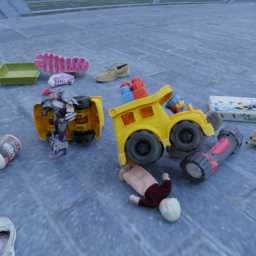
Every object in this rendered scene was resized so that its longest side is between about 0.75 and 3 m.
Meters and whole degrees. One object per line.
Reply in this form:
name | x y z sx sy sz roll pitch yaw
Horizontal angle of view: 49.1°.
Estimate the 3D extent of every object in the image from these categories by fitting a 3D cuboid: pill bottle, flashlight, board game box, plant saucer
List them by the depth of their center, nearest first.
pill bottle | -4.103 0.850 8.993 0.739 0.739 1.298 9 34 13
flashlight | 2.771 0.720 9.005 0.947 0.943 2.786 27 43 32
board game box | 4.750 -0.823 11.937 2.416 0.418 1.525 4 33 7
plant saucer | -5.816 -2.917 15.128 2.270 0.544 2.273 -3 32 -6

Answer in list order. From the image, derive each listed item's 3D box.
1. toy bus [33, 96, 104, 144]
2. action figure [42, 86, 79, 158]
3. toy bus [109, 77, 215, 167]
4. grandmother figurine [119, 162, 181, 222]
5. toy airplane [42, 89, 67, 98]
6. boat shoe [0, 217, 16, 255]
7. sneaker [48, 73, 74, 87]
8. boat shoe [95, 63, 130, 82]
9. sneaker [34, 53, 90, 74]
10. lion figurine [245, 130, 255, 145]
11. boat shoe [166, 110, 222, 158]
toy bus | -2.021 -0.534 10.520 2.350 1.595 2.256 -2 20 7
action figure | -2.102 -0.226 8.620 0.746 2.150 1.399 -5 21 -35
toy bus | 0.845 -0.372 8.389 2.806 2.694 1.904 -18 -7 10
grandmother figurine | 0.673 1.729 7.789 1.289 0.644 2.125 -40 47 -10
toy airplane | -3.505 -1.665 13.436 1.383 0.254 1.383 0 30 0
boat shoe | -2.920 2.577 6.529 0.513 0.446 1.392 -11 34 -17
sneaker | -3.372 -2.450 14.440 0.848 0.539 1.487 19 37 22
boat shoe | -0.850 -3.047 15.210 2.138 0.690 0.762 -23 39 -32
sneaker | -3.590 -3.447 15.332 2.913 1.074 1.274 0 5 -11
lion figurine | 4.790 0.603 9.687 0.976 0.577 1.593 -3 45 -19
boat shoe | 2.226 0.219 9.767 2.315 0.862 0.849 -34 15 -13
